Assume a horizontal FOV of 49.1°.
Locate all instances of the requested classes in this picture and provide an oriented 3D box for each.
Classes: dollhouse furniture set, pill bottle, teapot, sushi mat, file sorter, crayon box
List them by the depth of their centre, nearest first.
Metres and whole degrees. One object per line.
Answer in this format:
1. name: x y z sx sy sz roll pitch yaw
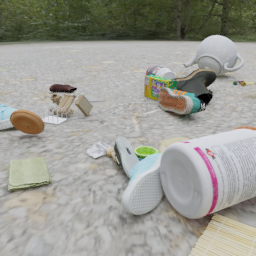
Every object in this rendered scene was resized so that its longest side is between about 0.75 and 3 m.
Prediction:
1. sushi mat: 2.114 1.833 3.671 2.413 0.146 1.155 13 26 31
2. pill bottle: 1.808 0.703 5.032 2.223 1.260 1.260 -10 23 -25
3. file sorter: -2.439 -0.441 9.086 0.770 0.479 0.534 8 22 22
4. dollhouse furniture set: -2.091 -0.705 9.767 1.483 0.657 0.769 8 61 33
5. crayon box: 1.299 -1.606 11.491 0.447 0.912 1.536 -15 26 -33
6. pill bottle: 1.614 -2.528 13.783 0.973 0.973 1.679 -8 22 -19
7. teapot: 4.926 -3.845 15.962 2.501 2.534 1.851 37 66 -2

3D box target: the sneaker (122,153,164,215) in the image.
1. sneaker: 0.279 1.028 5.281 0.735 0.663 1.795 -11 11 35

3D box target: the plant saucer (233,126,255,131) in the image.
1. plant saucer: 3.439 0.220 7.767 1.040 0.195 1.040 0 22 0

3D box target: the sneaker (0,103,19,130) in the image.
1. sneaker: -4.449 -0.624 8.615 2.810 1.151 1.039 3 22 9

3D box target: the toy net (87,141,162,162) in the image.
1. toy net: -0.121 0.513 6.785 1.832 0.354 0.961 8 23 20

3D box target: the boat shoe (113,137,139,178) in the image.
1. boat shoe: -0.038 0.723 6.161 0.419 0.377 1.185 13 36 -30

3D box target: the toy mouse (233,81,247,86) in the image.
1. toy mouse: 5.667 -2.299 14.298 0.911 0.176 0.810 -15 26 -35

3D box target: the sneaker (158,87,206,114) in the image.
1. sneaker: 1.863 -0.921 9.992 0.918 0.820 2.298 3 17 -22

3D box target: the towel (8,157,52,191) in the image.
1. towel: -2.090 0.929 5.911 0.844 0.208 1.137 -7 22 -20

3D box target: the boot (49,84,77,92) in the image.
1. boot: -2.960 -1.808 12.751 0.857 0.373 1.030 14 22 36

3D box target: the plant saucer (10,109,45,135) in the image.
1. plant saucer: -2.765 -0.125 7.667 0.944 0.944 0.152 3 49 8

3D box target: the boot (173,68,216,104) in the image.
1. boot: 3.149 -1.610 11.655 2.732 1.058 1.890 -25 35 -24
